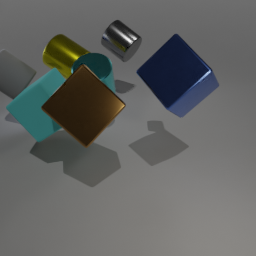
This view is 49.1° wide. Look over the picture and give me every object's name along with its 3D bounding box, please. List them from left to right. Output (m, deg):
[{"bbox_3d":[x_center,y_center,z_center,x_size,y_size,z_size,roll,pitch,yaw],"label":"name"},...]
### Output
[{"bbox_3d":[-4.415,-1.971,10.500,1.400,1.400,1.400,36,24,-19],"label":"cylinder"},{"bbox_3d":[-2.461,-0.711,8.506,1.400,1.400,1.400,-29,23,20],"label":"cube"},{"bbox_3d":[-2.353,-2.708,10.975,1.400,1.400,1.400,34,38,6],"label":"cylinder"},{"bbox_3d":[-1.099,-0.534,7.033,1.400,1.400,1.400,-48,10,-4],"label":"cube"},{"bbox_3d":[-1.196,-1.718,10.090,1.400,1.400,1.400,-2,59,3],"label":"cylinder"},{"bbox_3d":[-0.300,-4.051,13.100,1.400,1.400,1.400,40,40,6],"label":"cylinder"},{"bbox_3d":[1.350,-1.313,7.445,1.400,1.400,1.400,54,16,21],"label":"cube"}]
